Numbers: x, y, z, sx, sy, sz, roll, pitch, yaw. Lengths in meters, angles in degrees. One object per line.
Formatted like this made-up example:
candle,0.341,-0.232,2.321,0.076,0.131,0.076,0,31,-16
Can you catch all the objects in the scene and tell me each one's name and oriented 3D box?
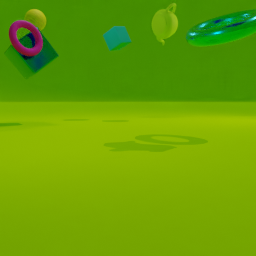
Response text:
cube,-3.236,-2.461,9.385,1.108,1.108,1.108,-47,24,-26
ring,-3.070,-2.711,8.456,0.216,1.080,1.080,-11,-2,40
ball,-3.253,-3.779,9.841,0.728,0.728,0.728,0,6,0
teapot,1.499,-4.075,11.152,0.867,1.772,1.102,-16,52,-34
ring,2.103,-2.172,6.074,1.700,0.340,1.700,-16,24,7
cube,-0.448,-3.725,11.674,0.723,0.723,0.723,-23,1,39
